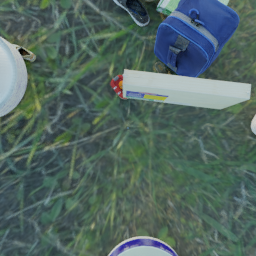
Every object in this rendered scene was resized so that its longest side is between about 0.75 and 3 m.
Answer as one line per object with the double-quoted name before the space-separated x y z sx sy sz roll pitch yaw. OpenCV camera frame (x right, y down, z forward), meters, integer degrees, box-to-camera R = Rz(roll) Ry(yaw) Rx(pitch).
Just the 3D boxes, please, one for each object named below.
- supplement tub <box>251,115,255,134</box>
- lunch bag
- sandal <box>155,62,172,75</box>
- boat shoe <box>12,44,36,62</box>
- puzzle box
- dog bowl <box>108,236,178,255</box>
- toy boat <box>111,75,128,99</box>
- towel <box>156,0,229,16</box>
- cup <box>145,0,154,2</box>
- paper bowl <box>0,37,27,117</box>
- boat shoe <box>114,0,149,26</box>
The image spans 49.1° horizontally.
"supplement tub" 5.158 0.124 8.126 2.518 1.826 1.826 39 84 5
"lunch bag" 1.831 -2.537 8.137 1.748 2.574 1.703 37 84 7
"sandal" 1.226 -1.795 9.200 0.395 0.265 0.983 -35 84 -5
"boat shoe" -3.599 -2.544 9.256 1.076 0.368 0.402 18 82 3
"puzzle box" 1.189 -0.853 6.564 2.665 1.773 0.339 7 88 -1
"dog bowl" 0.459 4.507 7.920 2.557 1.007 2.557 0 82 0
"toy boat" -0.175 -1.342 8.991 0.548 0.549 0.840 -38 84 -5
"towel" 2.191 -4.149 9.408 2.080 0.243 1.586 25 71 6
"cup" 0.694 -4.685 9.282 1.071 0.766 1.071 -14 46 15
"paper bowl" -4.595 -1.621 8.412 2.717 1.413 2.717 0 91 3
"boat shoe" 0.054 -4.226 9.376 0.640 0.607 1.831 -35 83 -5
